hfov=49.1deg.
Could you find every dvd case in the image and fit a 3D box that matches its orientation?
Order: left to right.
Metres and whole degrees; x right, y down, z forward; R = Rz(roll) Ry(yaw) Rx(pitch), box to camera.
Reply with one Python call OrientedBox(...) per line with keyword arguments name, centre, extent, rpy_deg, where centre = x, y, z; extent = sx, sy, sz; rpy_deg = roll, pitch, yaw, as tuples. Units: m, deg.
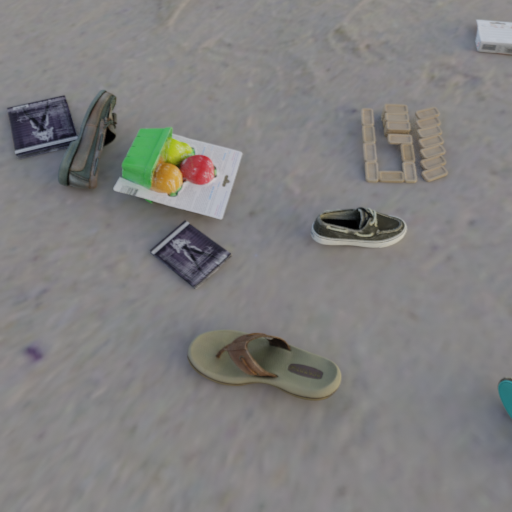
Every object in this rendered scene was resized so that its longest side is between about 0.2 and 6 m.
OrientedBox(name="dvd case", centre=(-4.550, -2.764, 11.931), extent=(1.278, 0.137, 1.718), rpy_deg=(-17, 53, -14))
OrientedBox(name="dvd case", centre=(-1.137, -0.038, 9.672), extent=(1.183, 0.094, 0.879), rpy_deg=(35, 66, 25))

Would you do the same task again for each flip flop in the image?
OrientedBox(name="flip flop", centre=(0.103, 1.475, 8.078), extent=(2.265, 0.652, 0.918), rpy_deg=(12, 49, 17))

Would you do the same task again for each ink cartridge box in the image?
OrientedBox(name="ink cartridge box", centre=(6.091, -5.519, 14.125), extent=(1.069, 0.330, 1.317), rpy_deg=(8, 43, 7))

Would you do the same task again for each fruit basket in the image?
OrientedBox(name="fruit basket", centre=(-1.434, -1.569, 10.636), extent=(2.035, 0.954, 1.885), rpy_deg=(17, 51, -6))

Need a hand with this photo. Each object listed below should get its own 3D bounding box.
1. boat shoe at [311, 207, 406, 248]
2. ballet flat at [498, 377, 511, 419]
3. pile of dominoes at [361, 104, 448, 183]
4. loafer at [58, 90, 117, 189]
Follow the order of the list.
OrientedBox(name="boat shoe", centre=(1.850, -0.523, 9.729), extent=(1.760, 0.560, 0.622), rpy_deg=(-4, 58, -14))
OrientedBox(name="ballet flat", centre=(3.934, 2.330, 7.610), extent=(0.591, 0.533, 1.571), rpy_deg=(-6, 52, -34))
OrientedBox(name="pile of dominoes", centre=(3.004, -2.254, 11.536), extent=(1.660, 0.339, 2.129), rpy_deg=(3, 59, 1))
OrientedBox(name="loafer", centre=(-3.167, -2.285, 11.210), extent=(0.759, 0.867, 2.413), rpy_deg=(18, 59, -5))
